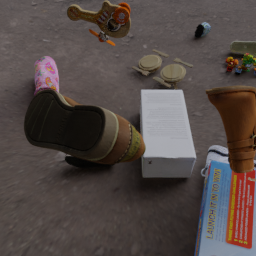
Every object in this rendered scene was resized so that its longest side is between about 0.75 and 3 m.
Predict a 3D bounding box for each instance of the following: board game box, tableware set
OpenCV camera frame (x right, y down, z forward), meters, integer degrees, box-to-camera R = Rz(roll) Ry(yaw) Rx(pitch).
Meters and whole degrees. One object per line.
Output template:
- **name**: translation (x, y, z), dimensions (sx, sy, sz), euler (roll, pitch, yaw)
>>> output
- **board game box**: translation (2.877, 2.295, 5.924), dimensions (2.662, 0.760, 2.719), euler (12, 61, 11)
- **tableware set**: translation (1.301, -2.226, 10.801), dimensions (1.384, 0.420, 2.094), euler (-42, 53, -18)

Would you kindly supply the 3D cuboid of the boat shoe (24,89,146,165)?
- **boat shoe**: translation (-0.916, 0.050, 4.914), dimensions (2.912, 0.990, 1.048), euler (23, 89, 49)

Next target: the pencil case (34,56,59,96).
- **pencil case**: translation (-2.929, -1.709, 10.031), dimensions (0.883, 0.883, 2.021), euler (-10, 48, -9)

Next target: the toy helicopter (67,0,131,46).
- **toy helicopter**: translation (-0.967, -3.511, 9.270), dimensions (2.120, 1.402, 0.836), euler (12, 35, -6)

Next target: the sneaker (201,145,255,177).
- **sneaker**: translation (2.824, 1.240, 7.421), dimensions (1.754, 0.659, 1.008), euler (26, 61, 16)

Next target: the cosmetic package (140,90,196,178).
- **cosmetic package**: translation (1.055, 0.077, 8.244), dimensions (1.367, 0.960, 2.695), euler (1, 47, 1)

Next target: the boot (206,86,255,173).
- **boot**: translation (2.023, 0.065, 5.342), dimensions (0.774, 2.019, 1.568), euler (3, 86, 34)

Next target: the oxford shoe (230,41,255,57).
- **oxford shoe**: translation (5.091, -3.310, 11.740), dimensions (1.665, 0.626, 0.481), euler (11, 5, 8)

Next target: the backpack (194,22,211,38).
- **backpack**: translation (3.456, -4.525, 12.850), dimensions (0.588, 0.624, 0.765), euler (26, 45, 12)

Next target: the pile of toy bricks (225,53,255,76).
- **pile of toy bricks**: translation (4.593, -2.564, 10.867), dimensions (1.497, 0.739, 0.831), euler (15, 49, 14)

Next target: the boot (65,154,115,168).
- **boot**: translation (-1.054, 0.578, 8.082), dimensions (1.425, 0.521, 1.073), euler (0, 48, -5)
